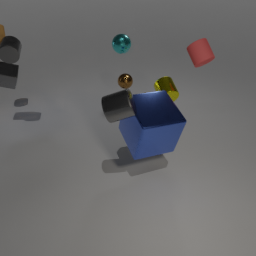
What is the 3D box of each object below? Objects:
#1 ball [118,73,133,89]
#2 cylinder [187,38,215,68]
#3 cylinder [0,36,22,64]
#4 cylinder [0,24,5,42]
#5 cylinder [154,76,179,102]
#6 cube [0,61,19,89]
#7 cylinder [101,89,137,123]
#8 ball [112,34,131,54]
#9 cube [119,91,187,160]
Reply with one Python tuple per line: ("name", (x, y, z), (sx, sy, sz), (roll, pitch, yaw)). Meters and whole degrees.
("ball", (-0.123, -2.129, 12.731), (0.700, 0.700, 0.700), (0, 30, 0))
("cylinder", (2.370, -2.445, 9.142), (0.700, 0.700, 0.700), (-23, -5, -2))
("cylinder", (-4.087, -2.712, 9.701), (0.700, 0.700, 0.700), (-4, 47, -8))
("cylinder", (-5.157, -3.614, 10.916), (0.700, 0.700, 0.700), (-8, 4, 1))
("cylinder", (1.332, -1.308, 9.738), (0.700, 0.700, 0.700), (-9, 58, -15))
("cube", (-4.675, -2.038, 10.874), (0.700, 0.700, 0.700), (9, 53, -25))
("cylinder", (-0.215, -0.548, 6.982), (0.700, 0.700, 0.700), (-16, 28, 12))
("ball", (-0.232, -3.027, 10.082), (0.700, 0.700, 0.700), (0, 30, 0))
("cube", (0.673, -0.105, 8.478), (1.400, 1.400, 1.400), (-10, 50, -21))
